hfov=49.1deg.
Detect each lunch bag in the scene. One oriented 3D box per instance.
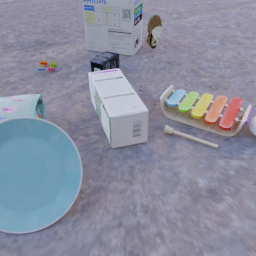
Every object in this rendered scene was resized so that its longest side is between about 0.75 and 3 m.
[{"bbox_3d":[-3.281,0.002,7.325,2.060,1.474,2.418,-6,43,-7],"label":"lunch bag"}]

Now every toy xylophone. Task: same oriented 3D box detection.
[{"bbox_3d":[2.233,-0.403,8.474,2.768,0.695,2.027,13,40,17],"label":"toy xylophone"}]

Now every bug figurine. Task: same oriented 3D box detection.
[{"bbox_3d":[-3.401,-2.576,11.714,0.790,0.262,1.018,2,33,-7],"label":"bug figurine"}]

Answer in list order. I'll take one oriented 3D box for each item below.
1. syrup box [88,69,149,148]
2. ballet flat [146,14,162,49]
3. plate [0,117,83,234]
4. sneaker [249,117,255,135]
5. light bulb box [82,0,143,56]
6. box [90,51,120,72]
[{"bbox_3d":[-0.371,-0.723,8.552,1.134,1.096,2.785,-10,38,-13],"label":"syrup box"},{"bbox_3d":[0.884,-3.072,9.195,0.504,1.485,0.537,-20,77,-10],"label":"ballet flat"},{"bbox_3d":[-2.176,0.964,5.932,2.403,2.403,0.307,-8,-6,-11],"label":"plate"},{"bbox_3d":[4.977,-0.168,7.645,2.993,1.324,1.126,10,40,13],"label":"sneaker"},{"bbox_3d":[-0.654,-4.895,12.928,2.462,2.484,1.550,11,38,13],"label":"light bulb box"},{"bbox_3d":[-0.872,-2.373,10.939,0.616,0.874,1.182,18,40,23],"label":"box"}]
